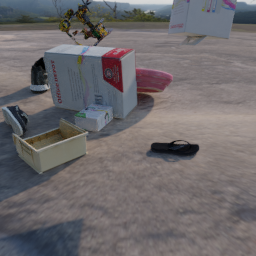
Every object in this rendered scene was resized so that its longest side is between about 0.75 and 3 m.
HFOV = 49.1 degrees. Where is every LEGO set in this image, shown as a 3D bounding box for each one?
[{"bbox_3d":[-1.575,-3.838,10.791,1.539,2.002,1.160,-45,19,-22],"label":"LEGO set"}]

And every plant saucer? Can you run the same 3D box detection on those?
[{"bbox_3d":[0.401,-1.785,10.861,2.606,0.660,2.606,4,2,0],"label":"plant saucer"}]

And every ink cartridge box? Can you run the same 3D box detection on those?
[{"bbox_3d":[-1.052,-0.345,8.852,0.796,0.462,1.099,10,27,20],"label":"ink cartridge box"},{"bbox_3d":[1.932,-3.155,7.318,1.260,2.012,1.293,4,16,-11],"label":"ink cartridge box"},{"bbox_3d":[-1.235,-1.667,9.623,2.854,2.080,1.182,11,35,22],"label":"ink cartridge box"}]

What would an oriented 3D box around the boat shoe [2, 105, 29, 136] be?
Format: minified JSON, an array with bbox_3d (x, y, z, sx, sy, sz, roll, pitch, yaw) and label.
[{"bbox_3d":[-3.342,-0.290,8.528,0.582,0.713,1.930,-21,24,-28],"label":"boat shoe"}]

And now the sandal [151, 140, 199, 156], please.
[{"bbox_3d":[1.235,0.489,7.308,1.269,0.272,0.483,1,25,3],"label":"sandal"}]

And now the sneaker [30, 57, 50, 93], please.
[{"bbox_3d":[-3.580,-2.603,12.665,0.956,1.302,2.877,5,25,7],"label":"sneaker"}]

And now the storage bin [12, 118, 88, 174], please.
[{"bbox_3d":[-1.961,0.375,7.111,1.388,0.651,1.378,-22,34,-38],"label":"storage bin"}]
